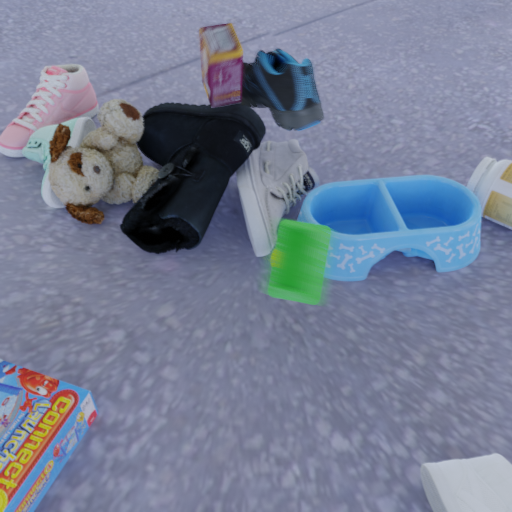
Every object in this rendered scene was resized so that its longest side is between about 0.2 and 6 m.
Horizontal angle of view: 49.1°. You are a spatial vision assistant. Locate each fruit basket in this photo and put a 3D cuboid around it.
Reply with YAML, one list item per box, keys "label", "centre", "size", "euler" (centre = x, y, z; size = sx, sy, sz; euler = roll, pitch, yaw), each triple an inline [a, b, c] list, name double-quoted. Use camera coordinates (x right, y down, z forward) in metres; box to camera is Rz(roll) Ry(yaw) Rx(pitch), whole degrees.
- label: "fruit basket"
  centre: [0.559, 0.080, 7.846]
  size: [0.858, 1.189, 1.189]
  euler: [10, 44, 16]

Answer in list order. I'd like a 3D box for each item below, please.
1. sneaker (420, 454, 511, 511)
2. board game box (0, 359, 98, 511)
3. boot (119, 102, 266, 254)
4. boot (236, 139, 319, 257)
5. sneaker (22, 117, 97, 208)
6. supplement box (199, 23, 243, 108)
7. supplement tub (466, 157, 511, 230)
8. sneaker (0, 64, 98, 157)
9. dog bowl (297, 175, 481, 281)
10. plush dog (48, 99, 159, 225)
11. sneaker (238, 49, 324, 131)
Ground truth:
- label: "sneaker"
  centre: [2.578, 2.899, 5.713]
  size: [1.103, 0.703, 1.908]
  euler: [-10, 43, -6]
- label: "board game box"
  centre: [-3.159, 2.181, 6.602]
  size: [1.806, 0.515, 1.844]
  euler: [14, 45, 15]
- label: "boot"
  centre: [-1.605, -1.384, 9.771]
  size: [3.183, 1.216, 2.674]
  euler: [8, 56, 41]
- label: "boot"
  centre: [0.413, -1.198, 9.742]
  size: [1.411, 1.086, 2.953]
  euler: [-11, 42, 1]
- label: "sneaker"
  centre: [-3.897, -1.696, 10.654]
  size: [1.297, 0.809, 2.198]
  euler: [-6, 50, 16]
- label: "supplement box"
  centre: [-0.557, -3.020, 8.919]
  size: [0.549, 1.064, 0.696]
  euler: [-14, 60, -10]
- label: "supplement tub"
  centre: [4.444, -1.007, 9.599]
  size: [1.474, 1.064, 1.064]
  euler: [32, 52, 27]
- label: "sneaker"
  centre: [-4.454, -3.191, 11.757]
  size: [0.970, 1.347, 2.576]
  euler: [25, 50, 22]
- label: "dog bowl"
  centre: [2.206, -0.564, 9.336]
  size: [3.246, 0.805, 1.809]
  euler: [-5, 43, -6]
- label: "plush dog"
  centre: [-2.834, -1.538, 9.925]
  size: [1.765, 2.054, 1.648]
  euler: [-28, 16, -39]
- label: "sneaker"
  centre: [0.269, -3.106, 9.718]
  size: [0.996, 1.114, 2.720]
  euler: [-25, 38, -21]
